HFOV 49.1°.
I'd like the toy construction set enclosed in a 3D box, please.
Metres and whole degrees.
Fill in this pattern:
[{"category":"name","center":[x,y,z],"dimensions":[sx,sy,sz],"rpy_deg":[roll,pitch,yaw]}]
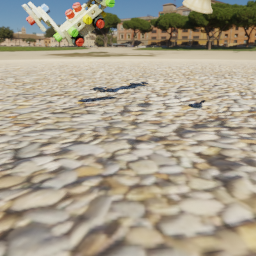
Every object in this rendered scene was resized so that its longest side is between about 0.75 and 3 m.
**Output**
[{"category":"toy construction set","center":[-1.607,-3.593,8.363],"dimensions":[2.802,1.837,1.291],"rpy_deg":[-31,55,2]}]

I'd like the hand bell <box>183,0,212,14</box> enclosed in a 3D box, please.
[{"category":"hand bell","center":[1.306,-2.443,4.487],"dimensions":[0.533,1.024,0.533],"rpy_deg":[11,38,-8]}]
